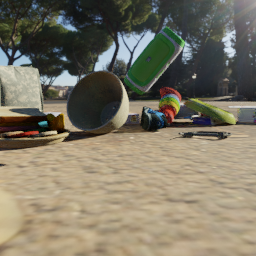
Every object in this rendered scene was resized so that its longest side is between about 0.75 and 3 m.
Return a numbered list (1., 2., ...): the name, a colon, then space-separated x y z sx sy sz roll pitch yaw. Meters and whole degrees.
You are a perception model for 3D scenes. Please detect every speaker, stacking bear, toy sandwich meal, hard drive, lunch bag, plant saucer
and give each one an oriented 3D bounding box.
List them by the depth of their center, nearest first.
1. speaker: 0.589 -1.533 6.487 0.683 1.543 0.683 36 19 -15
2. toy sandwich meal: -3.042 -0.113 8.338 2.828 0.969 2.828 0 7 0
3. stacking bear: 1.717 -0.825 12.176 1.002 1.071 1.763 9 43 12
4. lunch bag: -5.289 -1.579 13.069 1.590 2.704 2.217 8 11 41
5. plant saucer: 3.855 -0.848 13.101 2.563 0.398 2.563 19 14 -5
6. hard drive: 2.094 -0.714 13.657 2.569 0.544 1.733 -7 4 12

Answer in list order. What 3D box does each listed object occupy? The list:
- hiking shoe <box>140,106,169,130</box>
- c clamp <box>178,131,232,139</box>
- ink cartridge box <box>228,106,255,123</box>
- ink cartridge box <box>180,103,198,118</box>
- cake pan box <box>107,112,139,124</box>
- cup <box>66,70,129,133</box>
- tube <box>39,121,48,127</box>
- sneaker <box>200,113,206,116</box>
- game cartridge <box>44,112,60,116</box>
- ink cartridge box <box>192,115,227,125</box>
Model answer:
1. hiking shoe: 1.031 -0.326 11.401 0.968 0.831 2.233 7 17 -3
2. c clamp: 2.509 0.223 9.002 1.579 0.214 1.349 1 2 19
3. ink cartridge box: 6.118 -0.687 13.820 2.222 0.754 1.279 2 7 17
4. ink cartridge box: 2.823 -1.051 16.599 2.361 0.801 1.359 4 8 28
5. cake pan box: -0.671 -0.462 13.146 1.958 0.512 1.803 -2 5 -17
6. cup: -0.825 -0.711 9.994 2.194 2.194 1.569 4 -16 27
7. tube: -3.702 -0.174 11.598 1.521 0.383 0.589 -10 -2 -32
8. sneaker: 4.234 -0.707 15.495 0.515 0.488 1.254 -2 -3 17
9. game cartridge: -4.742 -0.791 16.803 0.898 0.280 1.349 10 11 33
10. ink cartridge box: 3.726 -0.377 12.926 1.932 0.379 0.961 -5 8 -43
